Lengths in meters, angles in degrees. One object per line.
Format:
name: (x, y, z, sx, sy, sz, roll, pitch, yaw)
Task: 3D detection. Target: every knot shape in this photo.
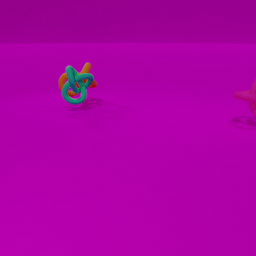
knot shape: (-1.825, -1.633, 10.453, 0.649, 1.405, 1.315, 12, 23, 35)
knot shape: (-1.911, -1.993, 11.339, 1.619, 1.515, 0.748, -15, 68, -41)
knot shape: (4.009, -0.977, 8.666, 1.467, 0.724, 1.568, 6, 54, 18)
